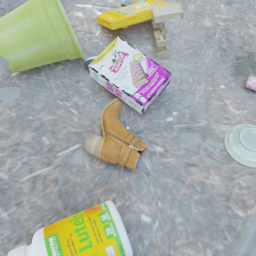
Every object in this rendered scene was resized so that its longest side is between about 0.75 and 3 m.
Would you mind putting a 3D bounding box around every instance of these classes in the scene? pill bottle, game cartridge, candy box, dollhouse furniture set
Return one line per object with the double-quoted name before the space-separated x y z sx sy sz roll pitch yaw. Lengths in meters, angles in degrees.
"pill bottle" -1.358 2.922 6.706 2.654 1.474 1.474 -20 57 -13
"game cartridge" 0.166 -5.124 12.524 2.801 0.454 2.469 -20 33 -13
"candy box" 0.072 -1.910 10.062 2.503 0.764 1.707 36 72 11
"dollhouse furniture set" 1.641 -4.096 11.542 1.147 1.763 1.620 -7 54 5

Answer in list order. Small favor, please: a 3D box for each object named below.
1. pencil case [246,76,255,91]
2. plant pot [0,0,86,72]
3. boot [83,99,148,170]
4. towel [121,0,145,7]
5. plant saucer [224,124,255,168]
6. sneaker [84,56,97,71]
"pencil case" 5.062 -1.572 10.552 1.152 0.504 0.504 26 58 19
"plant pot" -3.508 -3.552 10.759 2.745 2.986 2.986 -24 57 -3
"boot" -0.167 0.198 9.139 1.787 0.851 2.310 21 62 10
"towel" 0.316 -6.452 14.266 0.933 0.138 1.272 25 58 16
"plant saucer" 4.035 0.465 9.131 1.680 0.422 1.680 0 54 0
"sneaker" -0.875 -2.175 10.835 1.937 0.721 0.819 15 56 11
